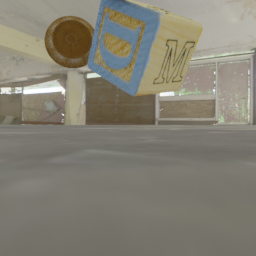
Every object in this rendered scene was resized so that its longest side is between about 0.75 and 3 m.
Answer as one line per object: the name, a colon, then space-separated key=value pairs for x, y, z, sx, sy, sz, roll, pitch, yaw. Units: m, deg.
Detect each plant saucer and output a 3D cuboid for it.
plant saucer: x=-2.153 y=-3.366 z=10.785 sx=2.078 sy=2.078 sz=0.368 roll=0 pitch=-1 yaw=-12

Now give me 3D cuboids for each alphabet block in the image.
alphabet block: x=0.587 y=-3.007 z=10.327 sx=2.812 sy=2.761 sz=2.747 roll=-13 pitch=41 yaw=-46
